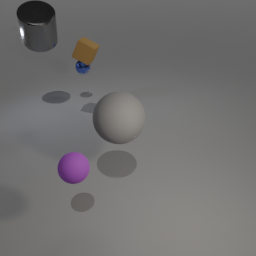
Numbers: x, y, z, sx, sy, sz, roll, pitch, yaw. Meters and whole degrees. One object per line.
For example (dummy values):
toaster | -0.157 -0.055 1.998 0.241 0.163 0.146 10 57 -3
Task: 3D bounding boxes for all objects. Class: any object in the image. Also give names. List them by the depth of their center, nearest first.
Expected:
ball | -1.201 0.882 6.194 0.700 0.700 0.700 0 30 0
ball | -0.240 -0.267 7.454 1.400 1.400 1.400 0 30 0
cube | -1.585 -2.902 10.558 0.700 0.700 0.700 28 29 -5
cylinder | -3.517 -3.970 10.996 1.400 1.400 1.400 4 60 -7
ball | -2.130 -2.885 13.221 0.700 0.700 0.700 0 30 0
